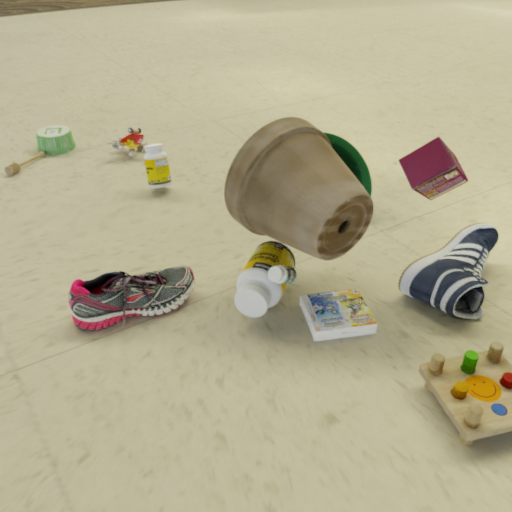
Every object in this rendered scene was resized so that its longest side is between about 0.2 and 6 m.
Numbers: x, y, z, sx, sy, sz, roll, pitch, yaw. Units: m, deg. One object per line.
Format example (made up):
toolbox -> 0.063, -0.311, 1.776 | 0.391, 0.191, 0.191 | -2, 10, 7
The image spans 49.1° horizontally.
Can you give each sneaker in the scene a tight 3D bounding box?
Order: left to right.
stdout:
sneaker -> -1.993, 0.572, 9.216 | 2.095, 0.782, 0.845 | -18, 38, -25
sneaker -> 3.698, 0.271, 9.589 | 2.330, 0.817, 1.264 | -27, 38, -24

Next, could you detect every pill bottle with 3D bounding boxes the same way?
pill bottle -> -2.243, -2.039, 12.673 | 0.529, 0.940, 0.529 | -6, 17, 2
pill bottle -> 0.131, 0.393, 9.390 | 0.775, 0.775, 1.383 | 11, 35, 15
pill bottle -> 0.407, 0.294, 8.782 | 0.291, 0.291, 0.514 | 22, 8, 29

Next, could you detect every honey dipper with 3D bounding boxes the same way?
honey dipper -> -5.724, -2.333, 13.954 | 0.242, 0.242, 1.273 | 12, 33, 17

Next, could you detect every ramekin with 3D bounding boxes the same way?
ramekin -> -5.305, -3.074, 14.767 | 0.978, 0.478, 0.978 | 0, 35, 0

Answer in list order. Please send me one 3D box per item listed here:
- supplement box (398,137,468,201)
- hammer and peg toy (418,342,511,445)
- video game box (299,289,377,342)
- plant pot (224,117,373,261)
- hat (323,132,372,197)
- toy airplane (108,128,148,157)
supplement box -> 2.755, -1.313, 8.647 | 1.249, 0.689, 0.535 | 6, 58, -61
hammer and peg toy -> 3.318, 1.793, 7.558 | 1.827, 0.644, 1.344 | -8, 35, -11
video game box -> 1.321, 0.949, 9.152 | 1.039, 0.243, 0.946 | -7, 38, -9
plant pot -> 0.822, -0.893, 8.956 | 2.066, 2.066, 1.793 | -23, 49, -30
hat -> 1.209, -1.501, 12.672 | 2.029, 2.156, 2.449 | -19, 80, -14
toy airplane -> -3.286, -2.855, 14.435 | 0.921, 0.650, 0.917 | -13, -2, -4
